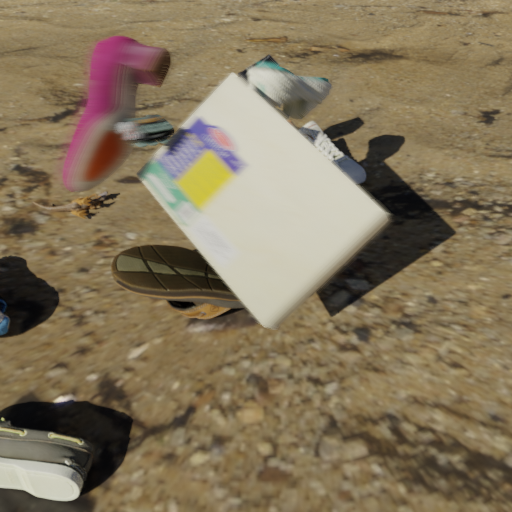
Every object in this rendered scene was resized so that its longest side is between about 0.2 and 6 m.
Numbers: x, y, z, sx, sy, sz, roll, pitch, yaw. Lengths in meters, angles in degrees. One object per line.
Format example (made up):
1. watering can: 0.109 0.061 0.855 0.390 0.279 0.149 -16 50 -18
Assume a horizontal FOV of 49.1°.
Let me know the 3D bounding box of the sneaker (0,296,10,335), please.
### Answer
1. sneaker: -5.115 0.761 10.200 0.915 0.907 2.525 12 18 -39

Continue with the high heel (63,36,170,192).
1. high heel: -2.539 -2.288 8.920 1.371 0.962 2.853 17 65 24

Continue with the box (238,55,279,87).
1. box: 0.164 -3.908 12.691 0.849 0.863 0.507 -33 55 -2

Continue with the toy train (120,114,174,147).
1. toy train: -1.685 -1.957 8.686 0.493 0.369 0.865 40 37 22

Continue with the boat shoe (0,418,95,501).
1. boat shoe: -3.380 2.644 7.562 2.368 0.846 0.708 11 37 5

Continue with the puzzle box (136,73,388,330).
1. puzzle box: -0.051 -0.951 8.704 2.375 0.454 3.570 -44 66 7

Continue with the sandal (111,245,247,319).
1. sandal: -0.904 0.611 10.315 3.490 0.952 1.426 7 32 -17

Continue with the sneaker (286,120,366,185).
1. sneaker: 1.604 -2.728 14.501 2.855 1.209 1.040 30 44 32

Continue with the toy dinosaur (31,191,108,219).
1. toy dinosaur: -4.226 -1.144 13.075 1.697 0.513 0.901 -14 17 -30

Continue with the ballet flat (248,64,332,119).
1. ballet flat: 0.628 -3.077 10.775 0.980 0.980 2.731 21 19 26
